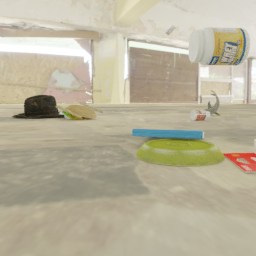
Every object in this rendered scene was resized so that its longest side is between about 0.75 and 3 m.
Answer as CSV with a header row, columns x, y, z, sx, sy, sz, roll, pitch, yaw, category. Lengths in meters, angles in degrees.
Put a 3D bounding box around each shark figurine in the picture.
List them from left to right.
x,y,z,sx,sy,sz,roll,pitch,yaw,category
4.585,-1.076,15.139,1.149,1.923,0.803,30,55,11,shark figurine

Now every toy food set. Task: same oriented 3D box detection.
x,y,z,sx,sy,sz,roll,pitch,yaw,category
-2.220,-0.685,13.066,1.536,0.447,2.225,24,17,19,toy food set

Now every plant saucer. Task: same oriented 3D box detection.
x,y,z,sx,sy,sz,roll,pitch,yaw,category
0.879,0.371,4.816,1.499,0.233,1.499,-1,7,0,plant saucer

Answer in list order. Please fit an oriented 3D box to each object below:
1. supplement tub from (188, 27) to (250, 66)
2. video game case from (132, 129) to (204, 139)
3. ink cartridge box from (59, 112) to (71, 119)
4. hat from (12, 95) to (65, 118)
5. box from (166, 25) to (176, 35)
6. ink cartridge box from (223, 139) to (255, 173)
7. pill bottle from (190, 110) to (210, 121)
x,y,z,sx,sy,sz,roll,pitch,yaw,category
2.596,-2.347,8.089,1.476,1.068,1.068,-1,6,-5,supplement tub
0.980,0.129,6.224,1.357,0.169,1.895,2,-1,16,video game case
-2.774,-0.636,13.761,1.168,0.237,1.166,1,10,-8,ink cartridge box
-4.456,-1.135,14.440,2.887,1.165,2.887,-1,6,0,hat
1.583,-3.632,10.449,0.173,0.162,0.835,-44,8,3,box
2.174,0.402,4.264,1.148,0.291,1.304,1,6,4,ink cartridge box
3.201,-0.560,12.353,0.803,0.450,0.450,-2,6,-20,pill bottle
